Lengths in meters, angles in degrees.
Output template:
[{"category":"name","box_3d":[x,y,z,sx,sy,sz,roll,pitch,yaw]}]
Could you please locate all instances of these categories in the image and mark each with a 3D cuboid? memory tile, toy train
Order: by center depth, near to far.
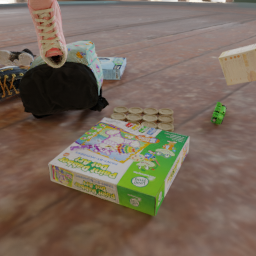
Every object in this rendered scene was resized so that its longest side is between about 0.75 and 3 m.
[{"category":"memory tile","box_3d":[0.366,-0.228,7.490,1.704,0.143,1.306,3,29,5]},{"category":"toy train","box_3d":[2.536,-0.422,7.767,0.319,0.236,1.133,20,33,15]}]

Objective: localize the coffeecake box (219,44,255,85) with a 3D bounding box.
[{"category":"coffeecake box","box_3d":[2.613,-1.407,6.217,0.944,0.725,0.345,-5,33,41]}]

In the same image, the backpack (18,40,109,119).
[{"category":"backpack","box_3d":[-1.654,-1.517,8.162,2.330,1.767,2.792,-1,26,5]}]

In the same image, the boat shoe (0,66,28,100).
[{"category":"boat shoe","box_3d":[-3.777,-1.358,8.614,1.268,0.988,2.794,4,27,16]}]

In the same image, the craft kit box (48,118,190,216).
[{"category":"craft kit box","box_3d":[-0.075,0.594,5.672,2.153,0.522,2.126,12,34,22]}]

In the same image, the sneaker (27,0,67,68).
[{"category":"sneaker","box_3d":[-1.572,-1.944,5.659,0.597,1.587,0.830,-14,49,-12]}]

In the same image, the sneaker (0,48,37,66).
[{"category":"sneaker","box_3d":[-4.891,-3.126,12.283,1.691,0.638,0.962,6,28,-1]}]

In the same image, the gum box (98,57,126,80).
[{"category":"gum box","box_3d":[-1.147,-2.412,11.134,1.964,0.437,1.668,4,29,6]}]
